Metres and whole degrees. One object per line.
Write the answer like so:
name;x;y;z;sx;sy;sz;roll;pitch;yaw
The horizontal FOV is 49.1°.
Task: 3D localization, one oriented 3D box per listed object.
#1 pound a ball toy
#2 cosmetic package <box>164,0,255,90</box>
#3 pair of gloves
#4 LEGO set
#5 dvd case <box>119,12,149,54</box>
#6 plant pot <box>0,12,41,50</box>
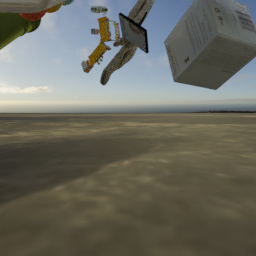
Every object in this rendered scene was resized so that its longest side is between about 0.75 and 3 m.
pound a ball toy;-1.037;-2.393;4.384;1.873;1.220;2.872;5;33;7
cosmetic package;2.653;-2.700;9.050;1.875;1.887;2.255;6;-30;-25
pair of gloves;0.108;-2.903;9.200;0.518;2.513;2.956;32;-37;-1
LEGO set;-0.861;-2.979;9.768;1.066;2.318;0.863;23;23;27
dvd case;0.136;-2.250;6.646;0.083;0.947;0.676;-38;-29;-14
plant pot;-3.495;-2.674;6.903;1.963;1.864;1.963;16;-34;11
